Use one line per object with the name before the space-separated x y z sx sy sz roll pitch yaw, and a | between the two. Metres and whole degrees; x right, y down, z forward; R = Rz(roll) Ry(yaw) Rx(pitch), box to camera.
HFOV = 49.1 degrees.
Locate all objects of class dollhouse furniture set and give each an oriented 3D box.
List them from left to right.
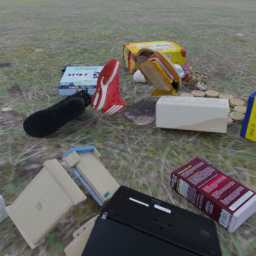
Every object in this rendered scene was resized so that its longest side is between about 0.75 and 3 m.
dollhouse furniture set | -1.077 1.779 6.519 2.210 1.527 2.340 48 18 15

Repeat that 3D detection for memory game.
memory game | 3.287 -0.882 11.135 2.908 0.185 2.908 -1 32 0

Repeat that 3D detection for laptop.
laptop | 0.442 2.472 5.396 2.345 1.366 2.646 20 10 9

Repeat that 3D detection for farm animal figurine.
farm animal figurine | 3.054 -2.345 13.055 1.383 0.729 1.399 24 49 5

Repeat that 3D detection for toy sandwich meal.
toy sandwich meal | 1.024 -1.965 10.471 0.823 2.404 2.404 -45 48 -14

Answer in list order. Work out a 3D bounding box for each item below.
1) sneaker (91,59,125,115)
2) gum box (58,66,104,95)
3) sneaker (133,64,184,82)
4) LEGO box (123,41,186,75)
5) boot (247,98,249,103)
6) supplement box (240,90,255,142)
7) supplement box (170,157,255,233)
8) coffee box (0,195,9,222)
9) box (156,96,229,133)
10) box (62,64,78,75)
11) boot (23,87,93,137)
sneaker | -0.531 -1.387 10.033 1.131 1.958 0.767 26 -4 -41
gum box | -2.017 -2.235 13.043 1.972 0.517 2.321 -1 32 -1
sneaker | 1.447 -2.483 13.188 2.410 0.866 0.873 -6 47 0
LEGO box | 1.353 -3.808 15.022 2.853 1.101 2.124 -8 33 -13
boot | 5.691 -0.915 10.755 1.761 0.663 1.317 -5 32 -9
supplement box | 5.277 -0.164 8.685 2.842 1.547 1.556 26 40 36
supplement box | 2.058 1.541 6.854 1.024 0.573 1.882 -22 39 -33
coffee box | -3.619 2.009 6.016 0.948 0.661 1.658 19 36 28
box | 2.174 -0.507 9.530 2.305 0.896 1.094 5 22 18
box | -2.984 -2.997 14.425 0.683 0.359 0.834 -1 32 -1
boot | -2.356 -0.612 9.985 2.379 0.880 1.950 -26 15 6
